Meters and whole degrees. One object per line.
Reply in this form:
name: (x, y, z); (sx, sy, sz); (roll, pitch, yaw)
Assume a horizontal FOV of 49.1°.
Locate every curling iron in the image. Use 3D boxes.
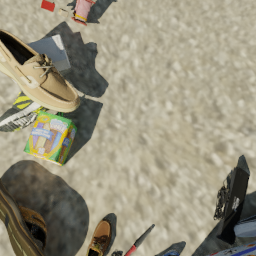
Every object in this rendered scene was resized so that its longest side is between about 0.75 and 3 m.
curling iron: (0.097, 3.016, 7.138); (1.416, 0.181, 0.351); (-38, 78, -9)

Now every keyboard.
keyboard: (2.574, 1.900, 7.210); (1.002, 0.382, 1.926); (35, 66, -32)

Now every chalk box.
chalk box: (-1.964, 0.145, 7.502); (0.912, 0.917, 1.474); (18, 77, 5)

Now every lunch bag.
lunch bag: (2.660, 3.315, 5.793); (2.233, 2.626, 1.626); (-16, 76, -3)

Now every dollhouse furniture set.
dollhouse furniture set: (-1.764, -3.601, 8.168); (1.384, 0.563, 0.745); (11, 114, -29)

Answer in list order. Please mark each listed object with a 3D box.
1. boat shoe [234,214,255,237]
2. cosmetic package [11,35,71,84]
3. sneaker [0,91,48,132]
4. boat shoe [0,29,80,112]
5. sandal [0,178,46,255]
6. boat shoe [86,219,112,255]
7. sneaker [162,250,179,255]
boat shoe: (3.693, 2.106, 7.053); (2.350, 0.843, 0.797); (-15, 56, -3)
cosmetic package: (-2.655, -2.015, 8.225); (1.694, 0.603, 0.859); (-18, 76, -5)
sneaker: (-2.900, -0.604, 7.879); (1.912, 0.712, 0.809); (-35, 73, -17)
boat shoe: (-2.393, -1.451, 7.240); (2.777, 0.896, 0.990); (35, 46, 0)
sandal: (-2.570, 2.396, 6.981); (0.811, 1.214, 2.972); (-21, 62, -41)
boat shoe: (-0.735, 2.982, 6.996); (0.495, 0.468, 1.377); (16, 76, 4)
sneaker: (0.847, 3.341, 6.932); (0.940, 0.419, 0.369); (-29, 77, -7)
